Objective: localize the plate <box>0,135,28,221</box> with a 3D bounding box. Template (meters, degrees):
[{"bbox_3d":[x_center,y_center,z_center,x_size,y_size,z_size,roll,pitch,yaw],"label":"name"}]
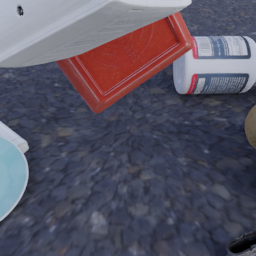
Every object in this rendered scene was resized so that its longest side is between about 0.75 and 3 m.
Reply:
[{"bbox_3d":[-3.210,1.072,5.622,2.320,0.296,2.320,7,51,-8],"label":"plate"}]

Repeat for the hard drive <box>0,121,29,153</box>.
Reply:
[{"bbox_3d":[-3.935,0.276,6.921,2.574,0.343,1.698,28,47,31],"label":"hard drive"}]

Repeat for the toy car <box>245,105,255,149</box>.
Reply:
[{"bbox_3d":[3.461,0.025,5.975,2.166,2.255,2.746,-3,27,-4],"label":"toy car"}]

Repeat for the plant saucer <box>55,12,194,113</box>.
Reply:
[{"bbox_3d":[-0.256,-1.945,5.411,2.689,2.684,0.493,-35,26,1],"label":"plant saucer"}]

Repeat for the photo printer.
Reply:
[{"bbox_3d":[-0.595,-1.326,3.197,2.206,0.766,1.835,-10,14,37],"label":"photo printer"}]

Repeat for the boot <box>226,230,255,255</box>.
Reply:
[{"bbox_3d":[2.076,1.915,4.484,1.251,0.824,0.437,-19,41,-22],"label":"boot"}]

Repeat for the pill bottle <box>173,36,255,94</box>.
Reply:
[{"bbox_3d":[2.951,-1.905,8.549,2.875,1.719,1.719,-1,39,-3],"label":"pill bottle"}]
